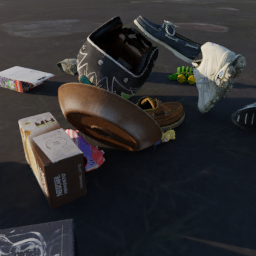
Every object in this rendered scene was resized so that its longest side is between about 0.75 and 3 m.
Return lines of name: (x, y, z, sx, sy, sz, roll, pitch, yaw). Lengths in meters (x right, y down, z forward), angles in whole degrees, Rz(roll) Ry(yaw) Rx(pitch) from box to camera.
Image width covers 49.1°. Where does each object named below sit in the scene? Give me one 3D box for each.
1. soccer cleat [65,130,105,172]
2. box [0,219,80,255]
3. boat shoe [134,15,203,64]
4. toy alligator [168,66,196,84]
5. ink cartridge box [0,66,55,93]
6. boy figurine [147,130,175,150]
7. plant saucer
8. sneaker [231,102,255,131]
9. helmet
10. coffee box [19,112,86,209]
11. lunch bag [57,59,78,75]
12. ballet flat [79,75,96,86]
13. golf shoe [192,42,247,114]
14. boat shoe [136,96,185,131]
soccer cleat: (-1.342, 0.553, 7.383, 1.739, 0.580, 0.665, 29, 45, 35)
box: (-1.578, 2.462, 3.557, 1.947, 1.113, 2.139, -7, 31, -9)
boat shoe: (1.316, -2.948, 8.924, 2.354, 0.728, 0.881, 32, 31, -7)
toy alligator: (2.915, -2.292, 12.083, 2.329, 0.632, 0.691, 9, 32, 15)
ink cartridge box: (-4.264, -1.981, 11.645, 2.252, 0.567, 1.227, 16, 34, 23)
boy figurine: (0.945, 0.315, 7.977, 0.999, 0.322, 0.621, -22, 11, -37)
plant saucer: (-0.546, -0.086, 6.937, 2.797, 2.797, 0.512, 15, 70, 24)
sneaker: (4.047, -0.437, 8.956, 2.089, 0.772, 0.828, -9, 22, -26)
helmet: (-0.483, -2.226, 9.911, 2.784, 2.784, 2.654, 26, 67, 37)
coffee box: (-1.802, 0.652, 6.539, 0.841, 1.206, 2.109, -17, 34, -27)
lunch bag: (-2.786, -2.962, 13.294, 0.965, 0.568, 0.792, 16, 34, 17)
ballet flat: (-1.225, -1.336, 8.841, 0.337, 0.955, 0.312, -37, 37, -3)
golf shoe: (2.544, -1.532, 8.658, 1.090, 2.784, 1.353, -38, 71, -19)
boat shoe: (0.776, -0.445, 8.364, 1.071, 1.012, 2.977, 7, 24, 39)
